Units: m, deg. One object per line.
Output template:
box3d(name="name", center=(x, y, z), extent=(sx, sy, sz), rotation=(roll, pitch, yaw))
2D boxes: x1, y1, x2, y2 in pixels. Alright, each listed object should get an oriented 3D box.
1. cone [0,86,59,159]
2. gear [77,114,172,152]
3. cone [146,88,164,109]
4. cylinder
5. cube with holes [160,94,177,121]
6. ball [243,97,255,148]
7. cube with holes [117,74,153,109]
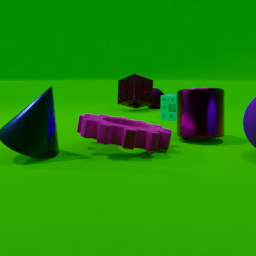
box3d(name="cone", center=(-1.733, -0.259, 5.536), extent=(1.249, 1.254, 1.249), rotation=(25, 15, -7))
box3d(name="gear", center=(-0.075, 0.062, 6.326), extent=(2.074, 0.384, 2.074), rotation=(10, 8, -1))
box3d(name="cone", center=(1.146, -1.283, 14.018), extent=(1.110, 1.110, 1.114), rotation=(-5, -14, -24))
box3d(name="cylinder", center=(1.815, -0.366, 7.046), extent=(1.167, 1.167, 1.167), rotation=(0, 1, 0))
box3d(name="cube with holes", center=(1.791, -0.768, 10.349), extent=(0.886, 0.886, 0.886), rotation=(6, 12, 30))
box3d(name="ball", center=(2.959, -0.111, 5.422), extent=(1.365, 1.365, 1.365), rotation=(0, 11, 0))
box3d(name="cube with holes", center=(0.336, -1.636, 12.773), extent=(1.150, 1.150, 1.150), rotation=(11, -15, -40))
